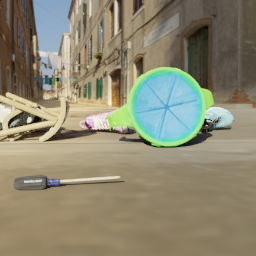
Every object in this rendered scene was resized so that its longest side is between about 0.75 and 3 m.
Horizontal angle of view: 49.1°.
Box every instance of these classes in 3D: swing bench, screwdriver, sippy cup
[{"bbox_3d":[-2.716,-0.318,8.014,1.987,1.289,1.977,4,4,-9],"label":"swing bench"},{"bbox_3d":[-0.702,0.635,3.284,1.230,0.172,0.179,0,36,-4],"label":"screwdriver"},{"bbox_3d":[0.780,-0.410,7.062,2.363,1.856,1.732,23,-8,-5],"label":"sippy cup"}]

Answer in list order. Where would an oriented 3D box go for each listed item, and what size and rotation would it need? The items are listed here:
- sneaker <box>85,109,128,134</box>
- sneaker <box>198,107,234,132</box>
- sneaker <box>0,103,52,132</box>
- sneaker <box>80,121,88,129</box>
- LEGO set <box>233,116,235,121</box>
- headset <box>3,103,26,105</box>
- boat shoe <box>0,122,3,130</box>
[{"bbox_3d":[-0.749,-0.142,9.234,1.267,0.806,2.223,-9,2,-14],"label":"sneaker"},{"bbox_3d":[2.760,-0.156,9.799,2.182,0.855,0.981,-6,23,-14],"label":"sneaker"},{"bbox_3d":[-4.019,-0.366,10.221,2.986,0.992,1.351,6,4,21],"label":"sneaker"},{"bbox_3d":[-1.479,-0.108,10.993,0.821,0.324,0.392,6,-5,3],"label":"sneaker"},{"bbox_3d":[3.084,-0.125,11.258,2.150,0.528,1.606,-12,6,-4],"label":"LEGO set"},{"bbox_3d":[-5.537,-0.545,13.503,1.767,1.344,2.861,4,-9,16],"label":"headset"},{"bbox_3d":[-4.425,-0.017,9.107,0.426,0.534,1.412,42,-25,-25],"label":"boat shoe"}]
